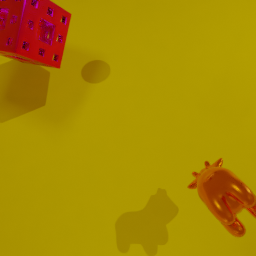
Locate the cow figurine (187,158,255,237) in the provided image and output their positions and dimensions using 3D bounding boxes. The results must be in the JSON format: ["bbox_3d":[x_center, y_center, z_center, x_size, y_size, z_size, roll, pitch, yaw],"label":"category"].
[{"bbox_3d":[1.609,1.063,5.012,0.925,1.685,1.658,-42,44,5],"label":"cow figurine"}]

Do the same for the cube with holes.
[{"bbox_3d":[-2.396,-2.284,6.516,1.354,1.354,1.354,15,94,28],"label":"cube with holes"}]
